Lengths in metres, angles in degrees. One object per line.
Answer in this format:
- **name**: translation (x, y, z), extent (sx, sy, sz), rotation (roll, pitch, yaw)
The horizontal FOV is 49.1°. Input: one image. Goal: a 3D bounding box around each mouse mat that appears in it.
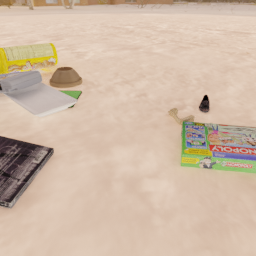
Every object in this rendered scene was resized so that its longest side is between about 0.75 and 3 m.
- **mouse mat**: translation (-2.559, -1.105, 10.501), extent (1.405, 0.066, 1.746), rotation (2, 26, 4)

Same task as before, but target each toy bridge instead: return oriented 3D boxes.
- **toy bridge**: translation (1.812, -0.235, 8.593), extent (0.544, 0.220, 1.618), rotation (-20, 33, -34)

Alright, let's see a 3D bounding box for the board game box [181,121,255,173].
- **board game box**: translation (2.684, 0.460, 7.046), extent (2.643, 0.385, 1.779), rotation (5, 27, 9)

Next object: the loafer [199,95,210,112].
- **loafer**: translation (2.662, -0.862, 9.718), extent (0.366, 0.321, 1.018), rotation (7, 28, 13)

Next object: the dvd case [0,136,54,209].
- **dvd case**: translation (-3.349, 0.739, 6.259), extent (2.733, 0.218, 2.032), rotation (13, 29, 4)

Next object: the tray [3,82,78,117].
- **tray**: translation (-3.211, -1.028, 9.979), extent (1.598, 0.330, 2.976), rotation (-25, 35, -34)

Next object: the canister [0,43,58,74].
- **canister**: translation (-4.974, -3.199, 13.032), extent (2.836, 1.227, 2.106), rotation (-20, 16, -36)

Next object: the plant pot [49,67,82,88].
- **plant pot**: translation (-2.704, -2.247, 12.106), extent (1.409, 0.650, 1.409), rotation (0, 28, 0)

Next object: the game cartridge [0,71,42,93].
- **game cartridge**: translation (-4.740, -1.759, 10.765), extent (2.679, 0.556, 1.784), rotation (1, 27, 27)
